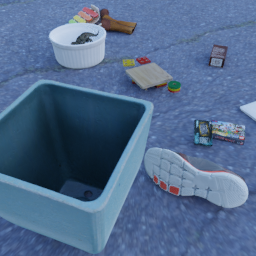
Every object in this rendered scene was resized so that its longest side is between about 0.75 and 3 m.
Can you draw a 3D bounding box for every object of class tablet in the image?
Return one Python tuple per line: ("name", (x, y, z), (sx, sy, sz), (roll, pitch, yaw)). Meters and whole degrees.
("tablet", (5.228, -0.621, 9.542), (2.403, 0.164, 1.564), (-18, 44, -20))

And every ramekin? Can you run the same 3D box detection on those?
("ramekin", (-2.113, -3.564, 12.173), (2.384, 1.162, 2.384), (0, 41, 0))

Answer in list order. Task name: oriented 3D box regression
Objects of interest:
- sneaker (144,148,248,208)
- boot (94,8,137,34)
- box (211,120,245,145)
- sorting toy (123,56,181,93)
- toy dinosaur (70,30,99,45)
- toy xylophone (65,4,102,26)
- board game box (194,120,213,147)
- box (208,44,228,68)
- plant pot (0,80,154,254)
("sneaker", (1.675, 1.181, 7.106), (2.631, 1.014, 1.077), (22, 17, 24))
("boot", (-0.579, -5.791, 15.099), (2.123, 0.727, 1.999), (7, 41, 7))
("box", (3.053, 0.120, 8.651), (1.038, 0.196, 0.709), (11, 42, 13))
("sorting toy", (0.743, -1.944, 10.828), (1.333, 0.467, 2.764), (-20, 45, -21))
("toy dinosaur", (-1.905, -3.669, 11.708), (0.612, 1.589, 0.813), (22, 32, -45))
("toy xylophone", (-2.288, -5.398, 14.361), (2.217, 0.557, 1.623), (-45, 52, -13))
("board game box", (2.241, 0.141, 8.369), (0.539, 0.112, 0.796), (7, 66, 1))
("box", (3.937, -3.148, 12.226), (0.654, 0.490, 1.307), (14, 44, 16))
("plant pot", (-1.157, 0.999, 5.731), (2.627, 2.683, 2.634), (14, 43, 15))
